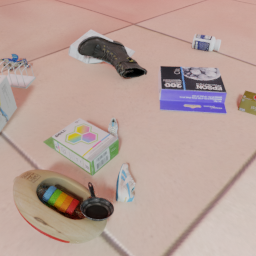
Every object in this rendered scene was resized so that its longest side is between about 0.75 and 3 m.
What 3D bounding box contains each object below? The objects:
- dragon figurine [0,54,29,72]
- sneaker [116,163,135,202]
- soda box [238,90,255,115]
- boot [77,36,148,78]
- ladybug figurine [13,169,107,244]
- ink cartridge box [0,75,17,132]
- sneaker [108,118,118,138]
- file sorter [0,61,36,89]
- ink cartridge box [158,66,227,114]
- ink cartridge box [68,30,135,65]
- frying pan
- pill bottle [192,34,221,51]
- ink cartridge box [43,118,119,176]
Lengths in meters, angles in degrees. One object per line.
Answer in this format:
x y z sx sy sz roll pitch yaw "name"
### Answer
-5.793 -3.353 14.069 1.887 0.555 0.938 28 48 28 "dragon figurine"
-0.060 1.620 8.280 0.526 0.498 1.302 10 44 -7 "sneaker"
5.454 -0.813 10.989 1.970 0.630 0.667 21 45 22 "soda box"
-0.713 -3.280 13.315 2.868 0.993 2.497 -7 47 -30 "boot"
-1.778 2.003 7.042 2.565 0.923 1.741 31 28 6 "ladybug figurine"
-5.375 -0.771 10.205 1.592 1.564 2.162 4 40 5 "ink cartridge box"
-0.566 0.068 10.061 0.431 0.498 1.149 -1 41 -3 "sneaker"
-5.142 -2.469 12.791 1.376 0.857 0.955 8 41 9 "file sorter"
2.704 -1.724 12.018 2.747 0.602 2.773 3 43 2 "ink cartridge box"
-1.359 -4.038 15.032 2.870 0.819 2.332 30 45 1 "ink cartridge box"
-0.907 1.851 6.891 0.807 0.217 1.335 -12 30 -40 "frying pan"
4.326 -4.675 15.440 1.452 0.806 0.806 16 43 17 "pill bottle"
-1.652 0.438 9.427 2.467 0.732 1.281 27 47 29 "ink cartridge box"
